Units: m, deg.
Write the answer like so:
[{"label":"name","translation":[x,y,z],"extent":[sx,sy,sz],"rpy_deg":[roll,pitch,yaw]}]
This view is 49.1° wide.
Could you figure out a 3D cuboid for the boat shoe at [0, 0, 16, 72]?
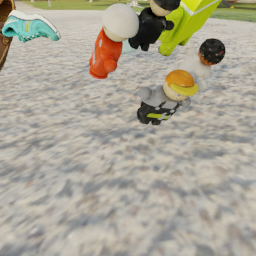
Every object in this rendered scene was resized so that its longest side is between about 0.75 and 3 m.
[{"label":"boat shoe","translation":[-3.919,-2.783,8.283],"extent":[0.978,0.917,2.717],"rpy_deg":[18,62,-28]}]

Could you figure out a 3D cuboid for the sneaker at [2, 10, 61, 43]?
[{"label":"sneaker","translation":[-2.643,-2.627,7.679],"extent":[1.917,0.743,0.763],"rpy_deg":[19,69,25]}]

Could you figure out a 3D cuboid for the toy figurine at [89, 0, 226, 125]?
[{"label":"toy figurine","translation":[0.601,-1.410,5.332],"extent":[2.196,1.552,2.231],"rpy_deg":[46,52,5]}]

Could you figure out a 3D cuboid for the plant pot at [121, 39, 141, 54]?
[{"label":"plant pot","translation":[-0.083,-3.185,10.061],"extent":[1.062,1.042,1.040],"rpy_deg":[-21,13,26]}]

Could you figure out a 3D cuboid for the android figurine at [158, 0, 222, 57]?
[{"label":"android figurine","translation":[1.845,-3.267,7.713],"extent":[0.597,2.907,2.646],"rpy_deg":[46,59,8]}]
